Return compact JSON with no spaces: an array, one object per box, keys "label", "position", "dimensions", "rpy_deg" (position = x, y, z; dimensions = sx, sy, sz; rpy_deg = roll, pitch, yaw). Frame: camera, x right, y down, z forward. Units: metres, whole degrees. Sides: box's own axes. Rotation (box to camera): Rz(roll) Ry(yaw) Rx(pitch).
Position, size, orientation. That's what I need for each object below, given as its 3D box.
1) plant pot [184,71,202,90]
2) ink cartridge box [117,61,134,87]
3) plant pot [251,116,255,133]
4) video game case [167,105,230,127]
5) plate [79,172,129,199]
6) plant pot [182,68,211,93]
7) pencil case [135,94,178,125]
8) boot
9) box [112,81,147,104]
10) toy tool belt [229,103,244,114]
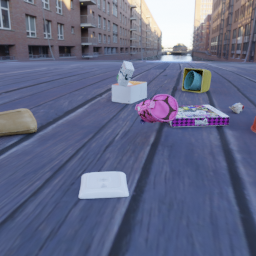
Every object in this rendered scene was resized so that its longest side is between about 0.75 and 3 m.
[{"label":"plant pot","position":[4.408,-3.009,18.312],"dimensions":[0.976,1.216,1.216],"rpy_deg":[12,13,-19]},{"label":"ink cartridge box","position":[-0.126,-2.475,12.845],"dimensions":[0.401,0.965,0.708],"rpy_deg":[11,38,-23]},{"label":"plant pot","position":[5.607,-0.778,10.096],"dimensions":[1.957,1.903,1.957],"rpy_deg":[0,17,0]},{"label":"video game case","position":[2.696,-0.542,11.833],"dimensions":[2.369,0.424,2.147],"rpy_deg":[-2,17,-6]},{"label":"plate","position":[-0.558,1.261,6.453],"dimensions":[1.085,0.176,1.088],"rpy_deg":[-1,17,-5]},{"label":"plant pot","position":[4.729,-3.190,18.726],"dimensions":[1.569,1.523,1.533],"rpy_deg":[-9,19,-44]},{"label":"pencil case","position":[0.835,-0.567,8.696],"dimensions":[0.955,0.925,2.038],"rpy_deg":[24,-5,-7]},{"label":"boot","position":[-4.939,-0.333,10.035],"dimensions":[2.620,0.866,2.295],"rpy_deg":[-14,48,-35]},{"label":"box","position":[0.107,-2.050,15.778],"dimensions":[1.218,0.954,1.958],"rpy_deg":[9,20,28]},{"label":"toy tool belt","position":[5.084,-0.979,13.149],"dimensions":[0.490,0.498,0.797],"rpy_deg":[23,26,33]}]
